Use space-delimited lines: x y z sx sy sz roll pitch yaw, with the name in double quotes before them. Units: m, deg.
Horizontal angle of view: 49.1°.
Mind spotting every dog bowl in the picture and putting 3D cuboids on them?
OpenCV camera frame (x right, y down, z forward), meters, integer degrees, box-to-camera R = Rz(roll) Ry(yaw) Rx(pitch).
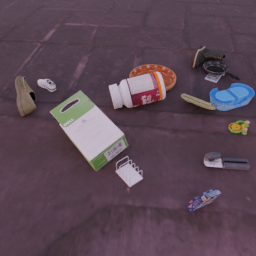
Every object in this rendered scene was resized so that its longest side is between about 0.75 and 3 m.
"dog bowl" 4.607 -1.368 12.522 2.088 0.517 1.164 -16 45 -16

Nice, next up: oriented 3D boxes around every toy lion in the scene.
"toy lion" 4.486 -0.049 11.358 0.720 0.258 0.752 14 44 25

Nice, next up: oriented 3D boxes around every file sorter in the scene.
"file sorter" 0.041 1.460 9.526 0.570 0.512 0.822 -28 51 -26

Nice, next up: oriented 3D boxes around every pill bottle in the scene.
"pill bottle" 0.387 -1.591 12.139 2.264 1.240 1.240 -14 44 -2

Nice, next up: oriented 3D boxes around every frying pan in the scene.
"frying pan" 4.831 -2.915 14.171 2.115 0.344 1.279 27 48 26

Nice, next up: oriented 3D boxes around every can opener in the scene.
"can opener" 3.467 1.156 9.828 1.586 0.530 0.423 3 43 3

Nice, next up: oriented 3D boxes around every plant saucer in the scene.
"plant saucer" 1.204 -2.395 13.729 2.267 0.366 2.267 1 43 -1

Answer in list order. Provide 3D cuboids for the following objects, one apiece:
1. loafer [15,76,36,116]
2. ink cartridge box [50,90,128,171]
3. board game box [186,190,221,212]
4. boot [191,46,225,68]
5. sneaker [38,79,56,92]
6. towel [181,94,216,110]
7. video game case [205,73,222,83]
"loafer" -4.503 -1.448 12.421 0.777 0.876 2.304 -11 54 -13
"ink cartridge box" -1.468 0.022 10.343 1.500 0.857 2.889 -38 58 -12
"board game box" 2.370 2.151 8.553 0.883 0.884 0.273 -5 54 -40
"boot" 4.259 -3.664 14.818 1.444 0.809 2.087 23 48 16
"sneaker" -3.895 -2.163 13.407 1.160 0.467 0.443 24 50 25
"towel" 3.036 -1.097 12.032 1.471 0.268 1.091 25 8 22
"video game case" 4.334 -2.604 14.152 0.614 0.077 0.857 25 48 23
